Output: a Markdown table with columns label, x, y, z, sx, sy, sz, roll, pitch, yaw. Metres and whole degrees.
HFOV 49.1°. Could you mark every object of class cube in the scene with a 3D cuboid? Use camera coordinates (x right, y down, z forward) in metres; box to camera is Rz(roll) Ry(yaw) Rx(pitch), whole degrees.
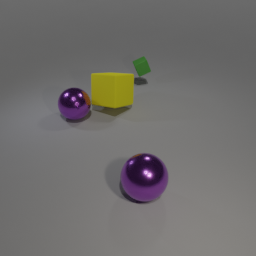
| label | x | y | z | sx | sy | sz | roll | pitch | yaw |
| --- | --- | --- | --- | --- | --- | --- | --- | --- | --- |
| cube | -0.690 | -1.742 | 12.634 | 1.400 | 1.400 | 1.400 | 11 | 17 | 34 |
| cube | 0.728 | -3.262 | 14.840 | 0.700 | 0.700 | 0.700 | -24 | 33 | 5 |

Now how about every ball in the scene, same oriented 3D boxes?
| label | x | y | z | sx | sy | sz | roll | pitch | yaw |
| --- | --- | --- | --- | --- | --- | --- | --- | --- | --- |
| ball | 0.480 | 1.428 | 8.181 | 1.400 | 1.400 | 1.400 | 0 | 33 | 0 |
| ball | -2.297 | -1.035 | 12.014 | 1.400 | 1.400 | 1.400 | 0 | 33 | 0 |
